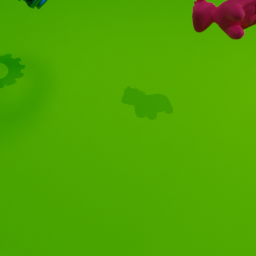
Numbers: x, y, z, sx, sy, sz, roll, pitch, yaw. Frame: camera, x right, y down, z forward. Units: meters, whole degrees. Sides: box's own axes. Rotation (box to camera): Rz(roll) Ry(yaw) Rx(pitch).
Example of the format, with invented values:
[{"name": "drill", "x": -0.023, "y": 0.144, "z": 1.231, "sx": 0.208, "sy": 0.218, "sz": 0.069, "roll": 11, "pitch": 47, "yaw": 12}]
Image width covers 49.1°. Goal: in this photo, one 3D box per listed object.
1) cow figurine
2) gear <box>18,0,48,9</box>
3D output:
[{"name": "cow figurine", "x": 2.187, "y": -2.538, "z": 6.134, "sx": 1.501, "sy": 0.824, "sz": 1.476, "roll": -23, "pitch": 44, "yaw": -1}, {"name": "gear", "x": -2.687, "y": -3.668, "z": 6.739, "sx": 0.311, "sy": 1.682, "sz": 1.682, "roll": -35, "pitch": 56, "yaw": 20}]
